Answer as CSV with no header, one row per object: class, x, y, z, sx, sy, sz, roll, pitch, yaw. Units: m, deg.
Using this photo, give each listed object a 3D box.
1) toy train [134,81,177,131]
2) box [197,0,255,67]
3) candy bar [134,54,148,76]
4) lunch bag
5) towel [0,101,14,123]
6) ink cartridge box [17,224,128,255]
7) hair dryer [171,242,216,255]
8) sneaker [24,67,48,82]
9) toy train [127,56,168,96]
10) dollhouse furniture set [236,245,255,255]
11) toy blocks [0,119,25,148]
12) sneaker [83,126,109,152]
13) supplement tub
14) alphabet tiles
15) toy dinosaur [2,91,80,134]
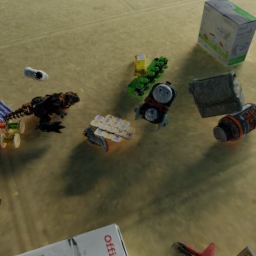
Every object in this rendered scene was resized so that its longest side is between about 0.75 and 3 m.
toy train,1.007,-0.780,9.283,1.131,2.654,1.513,27,97,7
box,4.425,-4.411,12.836,1.164,2.125,2.408,-19,50,-16
candy bar,0.559,-2.786,12.258,0.585,0.260,2.347,-3,32,4
lunch bag,3.070,-1.219,9.726,1.617,1.356,1.127,-8,31,36
towel,-5.349,-0.416,10.561,1.252,0.206,1.730,33,56,25
ink cartridge box,-1.240,3.661,6.258,2.761,1.163,1.996,-14,50,-12
hair dryer,1.768,3.237,7.222,1.160,0.315,0.884,-11,48,-11
sneaker,-3.154,-1.841,9.990,0.526,0.433,1.142,17,8,19
toy train,0.882,-2.273,12.020,0.767,0.567,2.720,17,49,28
dollhouse furniture set,2.207,3.715,5.944,1.580,1.288,1.503,-10,49,-24
toy blocks,-4.475,0.180,9.824,1.388,0.504,1.157,0,49,0
sneaker,-1.093,0.442,9.667,0.537,0.509,1.308,-36,51,-15
supplement tub,3.822,-0.130,9.783,1.773,0.948,0.948,-28,54,-21
alphabet tiles,-0.524,-0.018,9.880,1.535,0.112,1.501,20,32,7
toy dinosaur,-3.052,-0.649,10.317,2.707,1.383,1.838,-36,35,-9
